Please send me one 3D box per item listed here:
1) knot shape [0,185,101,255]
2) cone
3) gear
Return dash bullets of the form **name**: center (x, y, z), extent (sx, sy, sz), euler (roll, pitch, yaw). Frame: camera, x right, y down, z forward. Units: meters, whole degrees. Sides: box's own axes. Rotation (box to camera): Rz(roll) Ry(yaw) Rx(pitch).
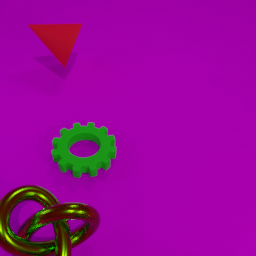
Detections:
- **knot shape**: center (-1.415, 1.903, 4.710), extent (1.749, 0.808, 1.636), euler (15, 89, -12)
- **cone**: center (-2.027, -2.438, 7.390), extent (1.257, 1.253, 1.253), euler (22, 49, -16)
- **gear**: center (-0.990, 0.460, 6.369), extent (1.422, 0.263, 1.422), euler (3, 46, -3)
